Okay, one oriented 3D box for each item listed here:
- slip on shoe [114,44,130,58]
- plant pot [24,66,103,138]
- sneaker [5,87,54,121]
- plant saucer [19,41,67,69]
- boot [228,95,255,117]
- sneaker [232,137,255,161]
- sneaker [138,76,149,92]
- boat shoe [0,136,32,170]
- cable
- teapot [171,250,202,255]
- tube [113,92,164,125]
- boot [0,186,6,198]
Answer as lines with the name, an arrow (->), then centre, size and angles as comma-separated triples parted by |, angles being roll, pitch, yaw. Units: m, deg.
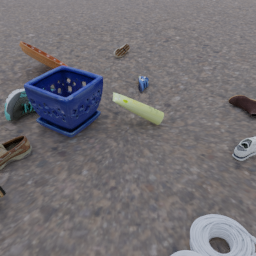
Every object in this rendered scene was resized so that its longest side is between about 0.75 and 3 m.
slip on shoe -> -0.417, -4.389, 16.082 | 0.415, 0.521, 1.370 | -21, 23, 48
plant pot -> -2.174, -0.907, 10.024 | 2.025, 1.821, 2.025 | 20, 41, 25
sneaker -> -3.734, -1.091, 11.057 | 1.193, 1.015, 2.616 | 15, 40, 14
plant saucer -> -4.171, -3.476, 13.822 | 2.465, 0.398, 2.465 | 28, 9, -5
boot -> 4.733, -0.849, 11.090 | 1.309, 0.473, 1.089 | 6, 35, 3
sneaker -> 3.975, 0.554, 9.086 | 1.403, 0.565, 0.536 | -26, 41, -33
sneaker -> 0.715, -2.037, 12.786 | 0.487, 0.438, 1.184 | 4, 37, 2
boat shoe -> -3.945, 0.789, 8.636 | 0.731, 0.693, 1.929 | 29, 45, 34
cable -> 2.080, 2.601, 6.295 | 1.387, 0.480, 1.387 | -18, 40, -19
teapot -> 1.245, 2.964, 5.550 | 1.108, 0.820, 1.123 | -37, 64, 8
tube -> 0.347, -0.727, 10.132 | 1.991, 0.578, 0.517 | 24, 75, -13
boot -> -4.418, 1.965, 7.017 | 2.313, 0.896, 1.600 | -1, 38, 21
